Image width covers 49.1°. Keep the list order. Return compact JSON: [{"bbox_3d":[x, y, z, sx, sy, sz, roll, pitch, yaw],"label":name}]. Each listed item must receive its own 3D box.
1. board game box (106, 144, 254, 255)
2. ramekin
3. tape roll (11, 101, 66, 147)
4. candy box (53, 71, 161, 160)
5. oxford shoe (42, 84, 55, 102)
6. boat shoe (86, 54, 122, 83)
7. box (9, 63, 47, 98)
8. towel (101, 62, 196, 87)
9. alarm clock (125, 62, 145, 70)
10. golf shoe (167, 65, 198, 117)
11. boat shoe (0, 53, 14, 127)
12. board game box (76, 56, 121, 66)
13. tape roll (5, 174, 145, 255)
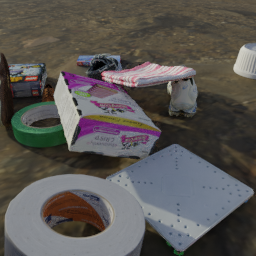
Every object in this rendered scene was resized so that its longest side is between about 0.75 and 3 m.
[{"bbox_3d":[0.911,1.144,5.204,1.960,0.254,1.960,-22,38,-32],"label":"board game box"},{"bbox_3d":[5.149,-2.616,10.805,1.869,0.981,1.869,0,31,0],"label":"ramekin"},{"bbox_3d":[-2.061,-0.148,7.220,1.724,0.414,1.724,0,32,0],"label":"tape roll"},{"bbox_3d":[-0.640,-0.385,6.655,1.834,0.820,2.689,10,26,-27],"label":"candy box"},{"bbox_3d":[-2.408,-0.940,8.495,0.475,0.474,1.331,-7,35,-19],"label":"oxford shoe"},{"bbox_3d":[-0.916,-2.171,9.999,0.985,0.911,2.667,-5,30,20],"label":"boat shoe"},{"bbox_3d":[-4.329,-1.612,9.509,2.891,0.577,1.980,-5,31,-8],"label":"box"},{"bbox_3d":[0.454,-1.516,7.769,1.738,0.355,2.375,-16,20,-23],"label":"towel"},{"bbox_3d":[0.592,-2.086,10.414,1.599,0.532,1.079,17,34,20],"label":"alarm clock"},{"bbox_3d":[1.716,-1.368,8.491,0.991,1.231,2.532,2,30,4],"label":"golf shoe"},{"bbox_3d":[-3.854,-1.015,7.832,1.020,1.019,2.759,-13,48,-11],"label":"boat shoe"},{"bbox_3d":[-1.243,-2.918,12.094,1.827,0.178,0.941,0,29,0],"label":"board game box"},{"bbox_3d":[-0.727,1.429,3.993,1.904,0.629,1.904,9,22,-4],"label":"tape roll"}]
